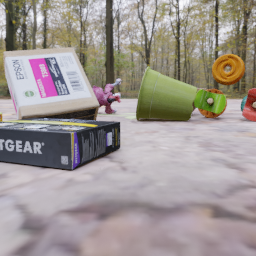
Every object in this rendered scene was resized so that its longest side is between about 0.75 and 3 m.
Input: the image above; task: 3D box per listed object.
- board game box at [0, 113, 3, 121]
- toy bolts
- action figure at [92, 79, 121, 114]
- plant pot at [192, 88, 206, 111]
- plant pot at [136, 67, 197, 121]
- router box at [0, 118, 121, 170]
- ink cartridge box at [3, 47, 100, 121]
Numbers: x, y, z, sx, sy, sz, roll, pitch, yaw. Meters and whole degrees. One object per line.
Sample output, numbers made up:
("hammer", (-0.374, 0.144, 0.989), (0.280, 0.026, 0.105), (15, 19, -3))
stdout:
("board game box", (-5.482, -0.365, 9.006), (2.741, 0.411, 1.309), (7, 9, 29))
("toy bolts", (3.925, -1.261, 10.163), (2.439, 2.330, 1.691), (22, 8, 20))
("action figure", (-1.213, -1.393, 12.558), (1.732, 1.558, 2.326), (-7, 8, -40))
("plant pot", (2.072, -1.136, 12.074), (2.484, 1.146, 2.484), (0, 8, 0))
("plant pot", (1.359, -0.985, 9.551), (1.778, 1.872, 1.872), (14, 9, 9))
("router box", (-1.224, 0.154, 4.298), (1.841, 0.481, 1.447), (3, 8, 23))
("ink cartridge box", (-1.755, -0.887, 6.303), (1.640, 1.991, 0.748), (-12, -32, -26))
